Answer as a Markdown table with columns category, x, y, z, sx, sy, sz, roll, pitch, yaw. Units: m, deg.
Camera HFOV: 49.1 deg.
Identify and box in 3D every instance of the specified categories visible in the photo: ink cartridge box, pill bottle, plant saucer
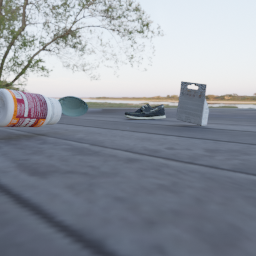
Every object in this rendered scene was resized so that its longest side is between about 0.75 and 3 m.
| category | x | y | z | sx | sy | sz | roll | pitch | yaw |
| --- | --- | --- | --- | --- | --- | --- | --- | --- | --- |
| ink cartridge box | 2.278 | -0.868 | 9.747 | 0.399 | 1.399 | 1.137 | -1 | 14 | -41 |
| pill bottle | -2.248 | -0.408 | 6.280 | 0.793 | 0.793 | 1.447 | 3 | 1 | 33 |
| plant saucer | -1.444 | -0.605 | 7.290 | 0.832 | 0.160 | 0.832 | 1 | -36 | 1 |

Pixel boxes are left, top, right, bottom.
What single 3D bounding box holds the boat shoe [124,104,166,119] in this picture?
| category | x | y | z | sx | sy | sz | roll | pitch | yaw |
| --- | --- | --- | --- | --- | --- | --- | --- | --- | --- |
| boat shoe | 0.811 | -0.794 | 13.627 | 2.262 | 0.765 | 0.812 | -5 | 8 | -28 |
